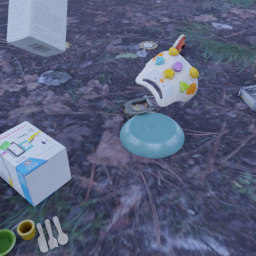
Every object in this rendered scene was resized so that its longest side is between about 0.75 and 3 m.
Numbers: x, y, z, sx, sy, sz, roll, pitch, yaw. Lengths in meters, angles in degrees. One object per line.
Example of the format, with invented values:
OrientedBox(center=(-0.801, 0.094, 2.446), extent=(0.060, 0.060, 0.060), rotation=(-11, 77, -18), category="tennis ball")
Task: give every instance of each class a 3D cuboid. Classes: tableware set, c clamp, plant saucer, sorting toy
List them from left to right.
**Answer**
OrientedBox(center=(-1.790, 2.760, 5.221), extent=(1.660, 0.378, 2.465), rotation=(-17, 43, -19), category="tableware set")
OrientedBox(center=(0.541, -0.809, 9.388), extent=(1.330, 0.211, 1.557), rotation=(-7, 25, 0), category="c clamp")
OrientedBox(center=(0.731, 0.091, 8.433), extent=(1.965, 0.353, 1.965), rotation=(0, 39, 0), category="plant saucer")
OrientedBox(center=(0.548, -0.704, 4.152), extent=(0.885, 0.473, 0.796), rotation=(46, 63, 7), category="sorting toy")

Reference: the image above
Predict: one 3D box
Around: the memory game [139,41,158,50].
OrientedBox(center=(0.974, -3.980, 13.527), extent=(0.932, 0.059, 0.932), rotation=(0, 41, 0), category="memory game")

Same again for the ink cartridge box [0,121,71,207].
OrientedBox(center=(-2.415, 0.826, 6.906), extent=(1.581, 1.154, 1.160), rotation=(28, 46, 29), category="ink cartridge box")

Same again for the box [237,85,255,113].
OrientedBox(center=(4.872, -1.087, 9.810), extent=(1.564, 0.378, 1.239), rotation=(-11, 41, -13), category="box")

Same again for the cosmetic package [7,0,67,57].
OrientedBox(center=(-2.713, -3.872, 8.575), extent=(1.082, 2.923, 1.486), rotation=(-2, -6, 30), category="cosmetic package")

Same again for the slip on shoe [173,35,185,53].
OrientedBox(center=(2.434, -3.905, 13.138), extent=(0.481, 0.582, 1.570), rotation=(34, 43, -1), category="slip on shoe")
